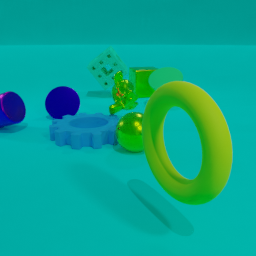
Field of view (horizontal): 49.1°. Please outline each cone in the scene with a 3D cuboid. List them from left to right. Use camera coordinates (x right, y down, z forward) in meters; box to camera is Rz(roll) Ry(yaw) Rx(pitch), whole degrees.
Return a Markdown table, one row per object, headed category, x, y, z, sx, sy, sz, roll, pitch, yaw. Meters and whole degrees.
| category | x | y | z | sx | sy | sz | roll | pitch | yaw |
| --- | --- | --- | --- | --- | --- | --- | --- | --- | --- |
| cone | -1.902 | -0.647 | 8.582 | 1.021 | 1.021 | 1.025 | 0 | -9 | -1 |
| cone | 1.371 | -1.308 | 9.816 | 1.159 | 1.163 | 1.159 | -7 | 51 | 9 |

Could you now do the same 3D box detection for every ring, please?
| category | x | y | z | sx | sy | sz | roll | pitch | yaw |
| --- | --- | --- | --- | --- | --- | --- | --- | --- | --- |
| ring | 0.587 | 0.173 | 3.168 | 0.279 | 1.396 | 1.396 | -10 | 21 | -27 |

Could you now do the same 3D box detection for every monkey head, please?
| category | x | y | z | sx | sy | sz | roll | pitch | yaw |
| --- | --- | --- | --- | --- | --- | --- | --- | --- | --- |
| monkey head | -0.217 | -0.820 | 7.415 | 0.943 | 1.311 | 0.790 | -28 | 61 | -15 |

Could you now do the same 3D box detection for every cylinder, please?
| category | x | y | z | sx | sy | sz | roll | pitch | yaw |
| --- | --- | --- | --- | --- | --- | --- | --- | --- | --- |
| cylinder | -3.178 | -0.438 | 7.072 | 0.828 | 0.828 | 0.828 | -12 | 13 | 21 |

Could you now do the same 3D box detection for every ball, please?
| category | x | y | z | sx | sy | sz | roll | pitch | yaw |
| --- | --- | --- | --- | --- | --- | --- | --- | --- | --- |
| ball | 0.150 | 0.080 | 5.801 | 0.834 | 0.834 | 0.834 | 0 | 18 | 0 |

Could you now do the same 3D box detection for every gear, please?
| category | x | y | z | sx | sy | sz | roll | pitch | yaw |
| --- | --- | --- | --- | --- | --- | --- | --- | --- | --- |
| gear | -0.943 | 0.018 | 6.780 | 1.819 | 0.336 | 1.819 | 0 | 18 | 0 |

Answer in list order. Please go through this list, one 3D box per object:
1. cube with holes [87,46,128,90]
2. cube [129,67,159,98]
| category | x | y | z | sx | sy | sz | roll | pitch | yaw |
| --- | --- | --- | --- | --- | --- | --- | --- | --- | --- |
| cube with holes | -0.778 | -2.362 | 10.932 | 1.098 | 1.098 | 1.098 | -35 | 20 | 13 |
| cube | 0.682 | -1.872 | 11.343 | 1.081 | 1.081 | 1.081 | -5 | 20 | -14 |
